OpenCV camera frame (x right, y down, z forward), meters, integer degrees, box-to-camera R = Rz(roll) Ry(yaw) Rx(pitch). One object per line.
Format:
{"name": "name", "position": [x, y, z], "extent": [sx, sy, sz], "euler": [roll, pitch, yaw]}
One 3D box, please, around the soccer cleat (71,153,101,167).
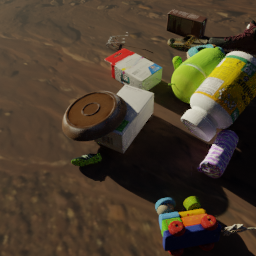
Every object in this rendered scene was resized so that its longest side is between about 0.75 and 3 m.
{"name": "soccer cleat", "position": [-1.350, 1.010, 9.088], "extent": [0.969, 0.327, 0.393], "euler": [-7, 29, -8]}

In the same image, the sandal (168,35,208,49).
{"name": "sandal", "position": [3.034, -4.397, 14.122], "extent": [2.023, 0.546, 0.813], "euler": [5, 46, 5]}

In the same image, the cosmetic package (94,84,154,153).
{"name": "cosmetic package", "position": [-0.126, -0.384, 9.921], "extent": [1.269, 1.000, 2.358], "euler": [19, 50, 20]}

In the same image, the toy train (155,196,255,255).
{"name": "toy train", "position": [1.939, 2.366, 7.389], "extent": [2.344, 0.992, 1.356], "euler": [-8, 33, -7]}

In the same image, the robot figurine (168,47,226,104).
{"name": "robot figurine", "position": [2.876, -2.052, 11.006], "extent": [2.839, 1.642, 2.491], "euler": [-38, 72, -27]}

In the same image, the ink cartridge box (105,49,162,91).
{"name": "ink cartridge box", "position": [0.198, -2.497, 12.111], "extent": [2.258, 0.759, 1.312], "euler": [36, 57, 29]}

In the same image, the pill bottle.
{"name": "pill bottle", "position": [3.129, -1.003, 9.374], "extent": [1.607, 1.607, 2.850], "euler": [39, 84, 31]}

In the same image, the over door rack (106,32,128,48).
{"name": "over door rack", "position": [-0.517, -4.442, 14.243], "extent": [1.057, 0.352, 0.781], "euler": [-7, 42, 23]}

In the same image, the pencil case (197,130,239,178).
{"name": "pencil case", "position": [2.917, 0.814, 8.970], "extent": [0.759, 0.745, 1.776], "euler": [-10, 29, 50]}

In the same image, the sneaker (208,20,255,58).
{"name": "sneaker", "position": [5.382, -4.463, 13.453], "extent": [2.758, 1.593, 1.044], "euler": [15, 48, 14]}

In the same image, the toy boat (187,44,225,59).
{"name": "toy boat", "position": [3.764, -3.176, 12.618], "extent": [1.789, 0.989, 2.128], "euler": [-12, 46, -11]}

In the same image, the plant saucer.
{"name": "plant saucer", "position": [-1.199, -0.533, 9.432], "extent": [2.326, 0.373, 2.326], "euler": [-11, 43, 11]}

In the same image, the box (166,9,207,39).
{"name": "box", "position": [3.101, -5.528, 14.907], "extent": [1.993, 0.998, 0.747], "euler": [27, 52, 23]}
